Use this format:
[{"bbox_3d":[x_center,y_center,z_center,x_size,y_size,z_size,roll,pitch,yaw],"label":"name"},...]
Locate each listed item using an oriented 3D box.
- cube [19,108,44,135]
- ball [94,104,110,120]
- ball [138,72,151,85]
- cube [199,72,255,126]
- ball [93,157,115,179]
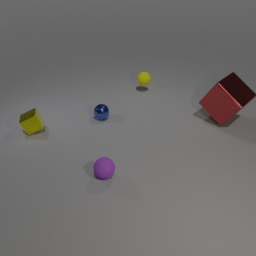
[{"bbox_3d":[-3.920,-0.264,11.427,0.700,0.700,0.700,-25,34,1],"label":"cube"},{"bbox_3d":[-1.165,-0.715,12.352,0.700,0.700,0.700,0,31,0],"label":"ball"},{"bbox_3d":[0.853,-2.604,14.780,0.700,0.700,0.700,0,31,0],"label":"ball"},{"bbox_3d":[4.177,-1.225,11.812,1.400,1.400,1.400,-32,76,-36],"label":"cube"},{"bbox_3d":[-0.764,1.287,9.054,0.700,0.700,0.700,0,31,0],"label":"ball"}]
